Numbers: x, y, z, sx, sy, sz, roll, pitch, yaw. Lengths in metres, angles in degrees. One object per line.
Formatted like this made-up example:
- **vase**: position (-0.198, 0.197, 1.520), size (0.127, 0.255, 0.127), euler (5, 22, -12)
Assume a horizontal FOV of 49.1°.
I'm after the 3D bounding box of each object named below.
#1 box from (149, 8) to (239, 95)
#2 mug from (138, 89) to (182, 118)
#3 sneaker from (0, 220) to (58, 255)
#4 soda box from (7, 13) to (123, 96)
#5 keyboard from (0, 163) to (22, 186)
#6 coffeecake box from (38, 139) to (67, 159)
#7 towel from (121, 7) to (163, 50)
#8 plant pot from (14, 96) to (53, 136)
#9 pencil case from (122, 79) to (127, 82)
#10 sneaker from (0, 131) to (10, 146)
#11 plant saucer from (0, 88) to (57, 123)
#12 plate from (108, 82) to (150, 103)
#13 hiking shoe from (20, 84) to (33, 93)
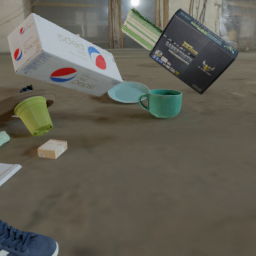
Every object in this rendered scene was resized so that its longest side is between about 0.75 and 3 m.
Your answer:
- **box**: position (2.202, -2.581, 9.751), size (2.479, 1.955, 0.632), euler (36, 50, -1)
- **mug**: position (1.481, -1.073, 12.367), size (1.739, 1.075, 1.429), euler (12, 21, 30)
- **sneaker**: position (-2.278, 1.782, 4.644), size (2.231, 0.943, 0.836), euler (7, 18, -8)
- **soda box**: position (-1.048, -1.239, 5.264), size (0.699, 0.747, 2.195), euler (-28, -18, 26)
- **keyboard**: position (-3.609, 1.498, 6.875), size (0.726, 0.137, 2.579), euler (-1, 19, 11)
- **coffeecake box**: position (-2.375, 0.655, 8.862), size (0.602, 0.287, 0.785), euler (5, 21, 14)
- **towel**: position (0.727, -4.603, 13.431), size (2.083, 0.319, 2.731), euler (34, -4, -10)
- **plant pot**: position (-3.306, -0.349, 10.140), size (1.199, 1.103, 1.199), euler (-29, -13, -8)
- **pencil case**: position (-0.078, -2.476, 16.801), size (0.775, 0.674, 1.732), euler (-22, 26, -15)
- **sneaker**: position (-4.610, 0.302, 9.572), size (1.219, 0.449, 0.719), euler (21, 33, 23)
- **plant saucer**: position (-4.144, -0.828, 11.058), size (2.891, 0.426, 2.891), euler (-22, 0, 0)
- **plate**: position (0.055, -1.877, 15.159), size (2.270, 0.290, 2.270), euler (0, 37, 0)
- **hiking shoe**: position (-5.253, -1.553, 13.975), size (0.766, 0.892, 2.058), euler (0, 20, -1)
